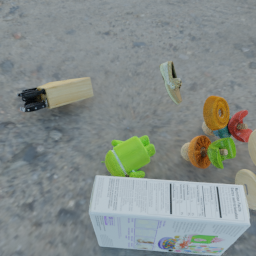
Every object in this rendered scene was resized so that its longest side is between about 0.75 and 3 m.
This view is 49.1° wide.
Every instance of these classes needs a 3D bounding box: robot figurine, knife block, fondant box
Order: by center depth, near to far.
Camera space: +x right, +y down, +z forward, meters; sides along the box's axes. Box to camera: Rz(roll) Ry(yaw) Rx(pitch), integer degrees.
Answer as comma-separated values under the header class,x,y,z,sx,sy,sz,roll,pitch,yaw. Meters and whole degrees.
class,x,y,z,sx,sy,sz,roll,pitch,yaw
fondant box,0.726,1.867,5.746,2.779,2.005,0.809,4,52,4
robot figurine,0.017,0.761,7.400,1.408,0.814,1.235,-30,63,-6
knife block,-2.224,-0.975,8.477,2.010,0.643,1.764,-5,20,9

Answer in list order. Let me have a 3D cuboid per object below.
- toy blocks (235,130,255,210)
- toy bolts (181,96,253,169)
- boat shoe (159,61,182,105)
class,x,y,z,sx,sy,sz,roll,pitch,yaw
toy blocks,4.105,0.727,6.527,2.721,2.268,0.988,-11,40,-13
toy bolts,2.241,-0.019,7.580,1.954,1.867,1.355,-25,15,-37
boat shoe,1.407,-1.414,8.652,0.512,0.460,1.385,-17,84,-59
